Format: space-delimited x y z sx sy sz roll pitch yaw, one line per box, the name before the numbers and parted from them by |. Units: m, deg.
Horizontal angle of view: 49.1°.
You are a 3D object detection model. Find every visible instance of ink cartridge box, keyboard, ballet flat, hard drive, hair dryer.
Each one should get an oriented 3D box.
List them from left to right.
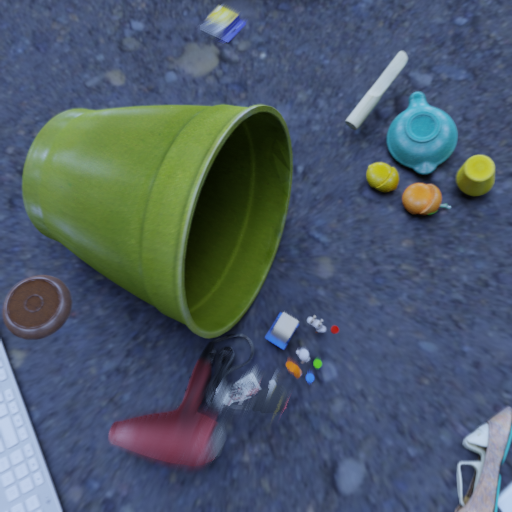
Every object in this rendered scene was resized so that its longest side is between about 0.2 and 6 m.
keyboard | -4.279 2.335 8.501 1.412 0.267 5.015 -26 67 -12
hair dryer | -0.893 2.216 8.166 2.513 0.683 1.914 -22 28 -16
ink cartridge box | -0.706 -4.957 11.973 0.724 0.170 0.715 29 65 16
ballet flat | 3.248 2.957 8.042 0.611 0.618 1.817 16 64 17
hard drive | 4.010 3.483 8.026 1.063 0.142 0.701 -34 69 -14

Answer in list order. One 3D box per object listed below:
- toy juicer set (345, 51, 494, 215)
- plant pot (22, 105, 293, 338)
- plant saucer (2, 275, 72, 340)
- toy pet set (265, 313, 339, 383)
toy juicer set | 2.756 -2.043 10.355 1.948 0.833 3.063 -33 72 5
plant pot | -1.608 -0.882 8.595 3.268 3.394 3.394 17 66 20
plant saucer | -3.644 0.812 9.257 1.146 0.197 1.146 0 64 -1
toy pet set | 0.630 1.390 8.795 0.955 0.543 1.022 31 62 6
